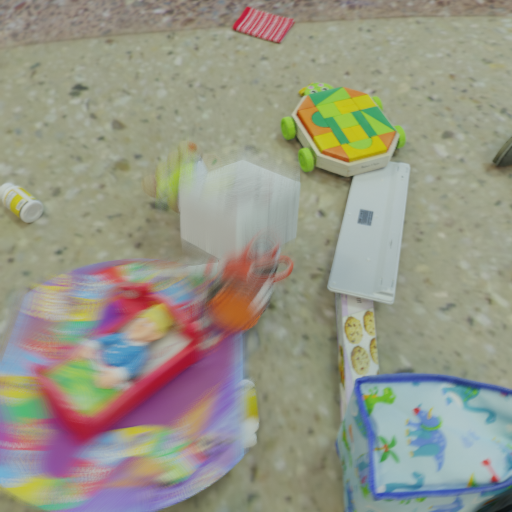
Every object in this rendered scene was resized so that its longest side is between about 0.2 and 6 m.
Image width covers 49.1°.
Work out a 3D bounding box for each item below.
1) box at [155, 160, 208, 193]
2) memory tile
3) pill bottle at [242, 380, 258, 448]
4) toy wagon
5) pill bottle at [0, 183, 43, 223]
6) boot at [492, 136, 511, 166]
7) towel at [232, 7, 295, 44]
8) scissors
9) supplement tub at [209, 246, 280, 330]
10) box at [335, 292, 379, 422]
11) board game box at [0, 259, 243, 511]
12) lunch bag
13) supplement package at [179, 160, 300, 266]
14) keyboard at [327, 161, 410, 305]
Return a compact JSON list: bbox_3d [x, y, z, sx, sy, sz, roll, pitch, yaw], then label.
[{"bbox_3d":[-1.332,-1.464,10.286,0.704,1.155,0.275,-31,94,14],"label":"box"},{"bbox_3d":[-1.188,-1.533,11.564,1.737,0.190,2.267,32,40,-3],"label":"memory tile"},{"bbox_3d":[-0.272,2.693,9.551,0.584,0.584,1.039,-5,57,-3],"label":"pill bottle"},{"bbox_3d":[1.889,-3.222,13.352,2.539,0.647,3.272,-16,57,-13],"label":"toy wagon"},{"bbox_3d":[-5.125,-1.176,12.123,0.962,0.536,0.536,36,63,21],"label":"pill bottle"},{"bbox_3d":[6.954,-1.941,12.531,2.322,0.927,2.554,-30,68,-16],"label":"boot"},{"bbox_3d":[0.201,-6.562,15.899,1.522,0.171,1.101,21,60,13],"label":"towel"},{"bbox_3d":[-0.578,0.247,8.701,2.343,0.163,0.857,-15,64,-17],"label":"scissors"},{"bbox_3d":[-0.221,0.410,10.499,1.131,1.131,1.846,8,43,5],"label":"supplement tub"},{"bbox_3d":[1.840,1.483,10.316,0.653,0.609,3.149,4,57,0],"label":"box"},{"bbox_3d":[-2.267,1.511,9.343,4.120,1.015,5.215,2,43,-3],"label":"board game box"},{"bbox_3d":[2.879,2.971,8.122,3.122,2.654,1.989,-3,57,-2],"label":"lunch bag"},{"bbox_3d":[-0.300,-0.808,9.895,1.485,1.142,1.553,27,39,36],"label":"supplement package"},{"bbox_3d":[2.425,-0.738,11.589,1.219,0.231,4.332,8,45,13],"label":"keyboard"}]
